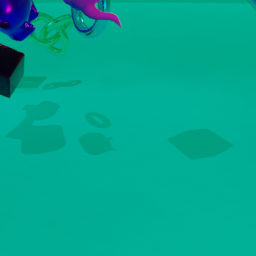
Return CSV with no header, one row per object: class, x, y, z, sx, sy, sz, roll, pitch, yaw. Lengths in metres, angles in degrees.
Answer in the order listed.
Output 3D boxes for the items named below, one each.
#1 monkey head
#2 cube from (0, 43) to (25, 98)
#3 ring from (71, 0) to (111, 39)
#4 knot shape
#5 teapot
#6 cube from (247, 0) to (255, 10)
monkey head,-2.706,-2.564,6.020,1.375,1.912,1.152,1,-17,20
cube,-2.594,-1.187,5.680,0.717,0.717,0.717,22,56,-9
ring,-0.734,-2.290,5.347,0.227,1.137,1.137,-12,28,-41
knot shape,-2.383,-3.203,9.215,1.528,1.632,0.754,-35,55,10
teapot,-0.554,-2.048,3.631,0.797,1.628,1.012,-23,19,-12
cube,1.952,-2.071,3.621,0.971,0.971,0.971,2,55,-52
